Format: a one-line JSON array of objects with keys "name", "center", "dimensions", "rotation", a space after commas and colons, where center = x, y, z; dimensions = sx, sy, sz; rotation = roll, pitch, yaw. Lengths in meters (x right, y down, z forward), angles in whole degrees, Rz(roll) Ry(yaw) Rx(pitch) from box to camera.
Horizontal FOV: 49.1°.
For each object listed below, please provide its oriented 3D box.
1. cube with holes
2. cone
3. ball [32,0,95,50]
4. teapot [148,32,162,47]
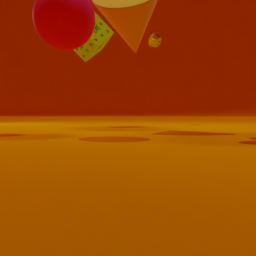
[{"name": "cube with holes", "center": [-1.334, -3.144, 9.651], "dimensions": [1.011, 1.011, 1.011], "rotation": [-49, 8, -36]}, {"name": "cone", "center": [0.081, -2.518, 6.829], "dimensions": [1.584, 1.584, 1.590], "rotation": [-6, -43, 6]}, {"name": "ball", "center": [-1.096, -1.892, 4.843], "dimensions": [1.057, 1.057, 1.057], "rotation": [0, 3, 0]}, {"name": "teapot", "center": [1.175, -3.763, 12.054], "dimensions": [0.513, 0.652, 1.048], "rotation": [41, 17, 14]}]
